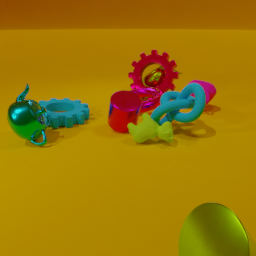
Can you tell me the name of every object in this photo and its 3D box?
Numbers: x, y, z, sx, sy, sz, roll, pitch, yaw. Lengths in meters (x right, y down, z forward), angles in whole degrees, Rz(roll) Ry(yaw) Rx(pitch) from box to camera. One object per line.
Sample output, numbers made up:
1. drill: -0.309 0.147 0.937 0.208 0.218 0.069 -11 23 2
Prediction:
1. gear: -2.142 -0.517 8.945 1.778 0.329 1.778 4 25 -2
2. gear: 0.983 -2.027 10.856 1.913 1.913 0.354 8 -1 19
3. teapot: 1.300 -1.934 11.475 2.065 1.011 1.284 -36 9 -6
4. cylinder: -0.108 -0.463 7.916 0.874 0.874 0.874 6 46 -6
5. ring: 0.414 -0.997 9.955 1.787 0.357 1.787 -9 26 4
6. teapot: 2.526 -1.227 9.848 1.018 0.802 1.638 8 23 -10
7. knot shape: 1.318 -0.547 7.914 1.621 0.800 1.732 -35 14 -4
8. cow figurine: 0.617 0.116 7.208 1.036 0.569 1.020 -33 63 -8
9. cone: 1.411 1.587 3.582 1.078 1.074 1.074 20 11 -28
10. teapot: -2.535 -0.317 7.282 0.877 1.791 1.114 -29 -17 8
